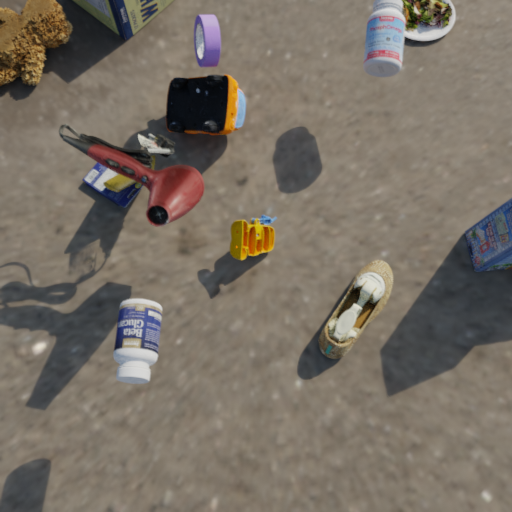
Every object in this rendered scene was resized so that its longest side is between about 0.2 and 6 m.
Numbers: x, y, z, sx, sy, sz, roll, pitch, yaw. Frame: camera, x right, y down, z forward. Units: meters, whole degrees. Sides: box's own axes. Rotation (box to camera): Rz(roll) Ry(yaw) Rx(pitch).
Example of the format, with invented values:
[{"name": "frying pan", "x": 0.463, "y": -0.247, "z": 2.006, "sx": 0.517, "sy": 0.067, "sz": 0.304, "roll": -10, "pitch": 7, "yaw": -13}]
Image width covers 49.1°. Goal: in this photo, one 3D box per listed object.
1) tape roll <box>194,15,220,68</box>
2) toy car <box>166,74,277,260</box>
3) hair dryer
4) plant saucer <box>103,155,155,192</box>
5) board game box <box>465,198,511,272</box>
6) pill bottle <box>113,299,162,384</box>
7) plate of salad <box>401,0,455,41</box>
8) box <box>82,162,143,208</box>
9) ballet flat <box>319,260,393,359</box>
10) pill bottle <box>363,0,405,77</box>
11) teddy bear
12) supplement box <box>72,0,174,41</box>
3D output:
[{"name": "tape roll", "x": -0.817, "y": -3.547, "z": 9.266, "sx": 0.266, "sy": 0.811, "sz": 0.811, "roll": -7, "pitch": 70, "yaw": -17}, {"name": "toy car", "x": -0.602, "y": -1.561, "z": 9.873, "sx": 1.148, "sy": 1.693, "sz": 3.451, "roll": -5, "pitch": 85, "yaw": -47}, {"name": "hair dryer", "x": -1.653, "y": -1.087, "z": 7.935, "sx": 1.872, "sy": 0.668, "sz": 2.458, "roll": -4, "pitch": 34, "yaw": -35}, {"name": "plant saucer", "x": -2.097, "y": -1.342, "z": 9.436, "sx": 0.948, "sy": 0.948, "sz": 0.230, "roll": -32, "pitch": 101, "yaw": -10}, {"name": "board game box", "x": 4.902, "y": -0.653, "z": 8.405, "sx": 2.591, "sy": 2.590, "sz": 0.799, "roll": -6, "pitch": 70, "yaw": -2}, {"name": "pill bottle", "x": -1.419, "y": 1.025, "z": 6.684, "sx": 0.514, "sy": 0.514, "sz": 0.926, "roll": 1, "pitch": 65, "yaw": 0}, {"name": "plate of salad", "x": 3.278, "y": -4.897, "z": 11.145, "sx": 1.411, "sy": 0.339, "sz": 1.411, "roll": 0, "pitch": 69, "yaw": 0}, {"name": "box", "x": -2.512, "y": -1.286, "z": 9.927, "sx": 0.981, "sy": 0.159, "sz": 0.594, "roll": 33, "pitch": 75, "yaw": 13}, {"name": "ballet flat", "x": 1.662, "y": 0.797, "z": 8.928, "sx": 0.670, "sy": 0.621, "sz": 1.901, "roll": 29, "pitch": 72, "yaw": 13}, {"name": "pill bottle", "x": 2.103, "y": -3.576, "z": 9.150, "sx": 0.623, "sy": 0.623, "sz": 1.145, "roll": 5, "pitch": 86, "yaw": 2}, {"name": "teddy bear", "x": -4.588, "y": -3.950, "z": 10.677, "sx": 1.691, "sy": 0.779, "sz": 2.332, "roll": 31, "pitch": 80, "yaw": 18}, {"name": "supplement box", "x": -2.658, "y": -5.616, "z": 10.925, "sx": 1.820, "sy": 1.223, "sz": 1.822, "roll": 39, "pitch": 75, "yaw": 13}]
